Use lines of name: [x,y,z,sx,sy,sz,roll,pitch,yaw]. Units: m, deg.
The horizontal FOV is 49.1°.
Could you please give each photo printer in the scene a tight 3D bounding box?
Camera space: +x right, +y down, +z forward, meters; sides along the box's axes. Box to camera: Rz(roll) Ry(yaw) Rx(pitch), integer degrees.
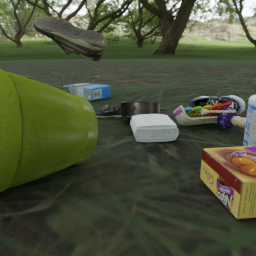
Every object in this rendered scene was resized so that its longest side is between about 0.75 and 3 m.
photo printer: [0.705,-0.043,8.196,1.224,0.511,1.471,-2,17,-6]

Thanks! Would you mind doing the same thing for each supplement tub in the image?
supplement tub: [3.154,0.033,6.297,0.975,1.478,0.975,1,17,0]

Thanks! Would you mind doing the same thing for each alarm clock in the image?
alarm clock: [0.562,-0.584,9.600,1.989,0.662,1.342,-5,6,-38]

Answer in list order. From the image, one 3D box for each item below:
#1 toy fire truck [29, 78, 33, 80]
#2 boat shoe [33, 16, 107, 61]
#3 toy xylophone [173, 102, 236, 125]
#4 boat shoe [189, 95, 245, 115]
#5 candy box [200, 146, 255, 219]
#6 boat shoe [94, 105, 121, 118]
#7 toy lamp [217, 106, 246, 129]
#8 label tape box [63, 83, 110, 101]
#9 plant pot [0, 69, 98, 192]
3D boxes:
toy fire truck: [-3.308,0.085,6.645,2.339,2.658,1.710,3,-27,4]
boat shoe: [-1.915,-2.789,8.988,2.472,0.906,0.921,24,44,7]
toy xylophone: [2.530,-0.498,8.918,1.976,0.496,1.446,-3,-14,-21]
boat shoe: [3.252,-0.853,10.475,0.721,0.763,2.128,-13,19,-36]
candy box: [2.771,0.837,5.007,2.512,0.709,1.466,-1,16,-10]
boat shoe: [-0.718,-0.649,10.293,1.438,0.451,0.522,0,17,0]
toy lamp: [3.738,0.007,7.565,0.824,0.824,2.830,-9,20,-27]
label tape box: [-2.043,-1.829,13.893,1.937,0.640,1.387,9,18,34]
plant pot: [-1.887,0.050,5.514,2.245,2.331,2.331,0,12,-43]
